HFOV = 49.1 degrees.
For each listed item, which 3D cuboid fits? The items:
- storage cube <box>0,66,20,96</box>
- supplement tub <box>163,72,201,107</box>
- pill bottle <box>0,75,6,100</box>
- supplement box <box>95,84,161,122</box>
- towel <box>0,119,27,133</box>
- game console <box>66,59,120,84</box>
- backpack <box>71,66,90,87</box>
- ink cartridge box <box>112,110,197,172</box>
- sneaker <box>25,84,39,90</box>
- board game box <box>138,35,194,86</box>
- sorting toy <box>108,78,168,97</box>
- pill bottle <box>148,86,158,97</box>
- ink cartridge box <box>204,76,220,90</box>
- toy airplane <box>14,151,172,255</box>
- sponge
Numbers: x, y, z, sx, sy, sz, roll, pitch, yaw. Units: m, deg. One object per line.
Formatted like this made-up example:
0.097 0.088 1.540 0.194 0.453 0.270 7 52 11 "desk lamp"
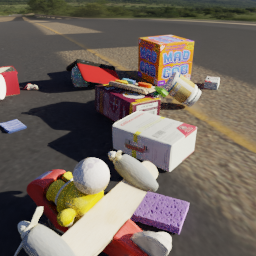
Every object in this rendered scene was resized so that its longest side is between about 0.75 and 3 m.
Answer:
-5.870 -2.217 13.315 1.278 1.149 1.093 -13 30 -26 "storage cube"
2.255 -1.589 11.674 1.351 0.977 0.977 34 27 -8 "supplement tub"
-6.744 -1.721 11.954 2.614 1.452 1.452 -2 27 -3 "pill bottle"
-0.082 -0.897 10.706 1.353 1.050 2.451 -14 30 -35 "supplement box"
-4.217 -0.090 10.253 0.684 0.113 0.945 -21 34 -37 "towel"
-1.765 -2.636 14.504 2.315 1.374 1.995 4 -12 -38 "game console"
-2.411 -2.607 14.217 0.932 1.050 0.790 -2 47 -5 "backpack"
0.787 0.304 8.599 2.121 0.885 1.539 20 33 34 "ink cartridge box"
-4.793 -1.986 13.913 0.761 0.268 0.356 17 49 26 "sneaker"
1.982 -3.717 15.175 2.131 2.130 2.129 -13 31 -24 "board game box"
0.569 -1.578 10.763 2.237 0.329 1.653 16 15 18 "sorting toy"
0.756 -1.401 12.213 0.687 0.687 1.208 22 34 36 "pill bottle"
4.299 -2.310 14.332 0.671 0.390 0.930 10 28 19 "ink cartridge box"
-0.505 1.500 5.016 2.823 2.001 2.835 -4 27 -10 "toy airplane"
0.532 1.821 6.342 1.546 0.231 0.862 11 28 20 "sponge"
